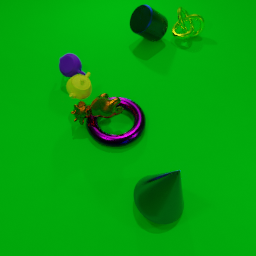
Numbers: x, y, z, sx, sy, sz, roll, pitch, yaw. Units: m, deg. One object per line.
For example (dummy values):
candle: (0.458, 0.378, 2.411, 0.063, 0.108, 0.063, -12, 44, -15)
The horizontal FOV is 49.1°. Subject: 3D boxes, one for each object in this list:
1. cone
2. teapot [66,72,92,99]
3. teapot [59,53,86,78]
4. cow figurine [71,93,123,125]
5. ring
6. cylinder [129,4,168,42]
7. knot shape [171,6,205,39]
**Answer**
cone: (0.935, 1.327, 6.461, 1.317, 1.322, 1.317, 10, 48, -11)
teapot: (-1.417, -1.212, 8.164, 0.751, 0.592, 1.208, 32, 54, -4)
teapot: (-1.868, -2.040, 9.154, 1.245, 0.610, 0.774, 35, 103, 19)
cow figurine: (-0.909, -0.509, 7.936, 1.209, 0.674, 1.229, -35, 37, -30)
ring: (-0.360, -0.219, 8.352, 1.797, 0.359, 1.797, 0, 54, 0)
cylinder: (0.765, -3.821, 10.269, 1.037, 1.037, 1.037, 5, 41, -49)
knot shape: (2.176, -3.849, 10.597, 1.302, 0.602, 1.218, 38, 81, -9)
